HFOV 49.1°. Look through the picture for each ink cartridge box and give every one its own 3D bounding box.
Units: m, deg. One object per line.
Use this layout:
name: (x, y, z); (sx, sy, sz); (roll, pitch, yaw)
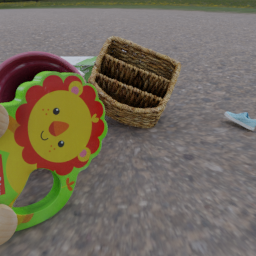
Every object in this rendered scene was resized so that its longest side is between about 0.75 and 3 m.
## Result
ink cartridge box: (-2.167, -2.590, 12.374); (2.896, 0.859, 1.503); (6, 28, 24)

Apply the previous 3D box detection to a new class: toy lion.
toy lion: (-1.632, 0.387, 5.381); (2.773, 2.893, 0.993); (-8, 15, -39)

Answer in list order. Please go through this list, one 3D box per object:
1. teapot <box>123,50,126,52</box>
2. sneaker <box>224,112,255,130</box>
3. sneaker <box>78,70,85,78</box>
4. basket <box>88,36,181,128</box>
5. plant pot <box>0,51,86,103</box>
teapot: (-0.401, -3.113, 13.148); (1.256, 1.719, 1.697); (-21, 60, 14)
sneaker: (3.630, -0.343, 8.970); (1.056, 0.433, 0.390); (35, 21, 33)
sneaker: (-2.417, -1.767, 10.698); (1.106, 0.705, 1.914); (30, 49, 7)
basket: (0.086, -1.325, 8.612); (2.494, 1.858, 1.780); (24, 50, 1)
plant pot: (-2.274, -0.596, 7.558); (2.488, 2.488, 2.227); (-6, 4, -11)
